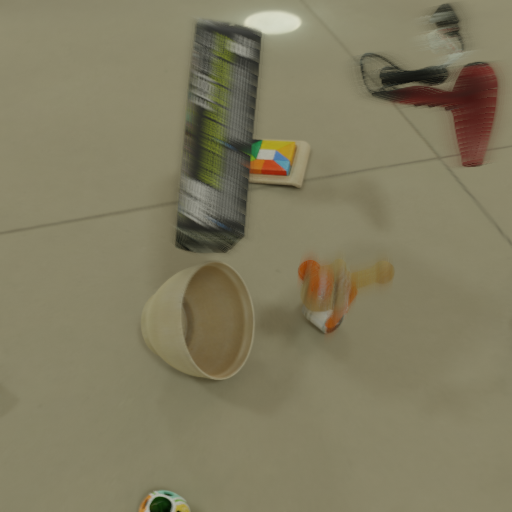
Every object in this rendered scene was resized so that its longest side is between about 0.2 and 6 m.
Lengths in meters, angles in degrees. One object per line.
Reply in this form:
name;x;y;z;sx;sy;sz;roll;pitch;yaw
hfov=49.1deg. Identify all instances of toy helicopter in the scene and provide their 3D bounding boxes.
toy helicopter;1.290;0.439;7.801;1.387;0.917;0.547;-16;24;-10

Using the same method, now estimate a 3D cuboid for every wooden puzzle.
wooden puzzle;0.272;-2.310;13.256;1.848;0.344;1.710;8;46;8

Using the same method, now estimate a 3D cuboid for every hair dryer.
hair dryer;2.918;-2.496;8.917;1.901;0.678;2.496;-36;91;-1

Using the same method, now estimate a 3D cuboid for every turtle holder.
turtle holder;-1.167;3.502;7.423;0.874;0.620;0.664;35;55;29

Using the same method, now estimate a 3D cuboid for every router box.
router box;-0.639;-1.620;8.507;0.926;2.233;2.980;5;84;-8

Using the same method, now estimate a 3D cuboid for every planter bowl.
planter bowl;-1.061;1.066;9.136;1.252;1.860;1.860;-8;38;34

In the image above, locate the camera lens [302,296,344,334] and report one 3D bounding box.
camera lens;1.190;1.019;9.907;0.509;0.509;0.637;-34;56;-28
